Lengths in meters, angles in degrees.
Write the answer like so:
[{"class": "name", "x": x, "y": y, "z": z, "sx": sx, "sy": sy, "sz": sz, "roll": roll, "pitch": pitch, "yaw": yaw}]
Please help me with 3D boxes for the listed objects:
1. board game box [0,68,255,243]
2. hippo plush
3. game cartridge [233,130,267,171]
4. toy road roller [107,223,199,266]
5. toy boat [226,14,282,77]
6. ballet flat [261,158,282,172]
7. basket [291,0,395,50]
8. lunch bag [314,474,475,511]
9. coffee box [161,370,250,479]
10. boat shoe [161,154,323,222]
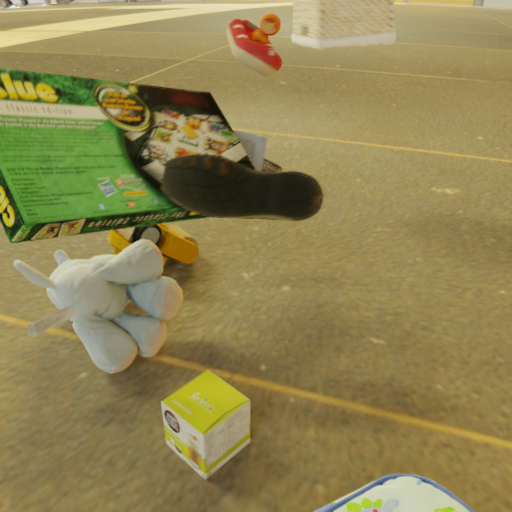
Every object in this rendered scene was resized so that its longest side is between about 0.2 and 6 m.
[{"class": "board game box", "x": -1.708, "y": -1.458, "z": 7.759, "sx": 4.265, "sy": 0.500, "sz": 2.235, "roll": -12, "pitch": 72, "yaw": -50}, {"class": "hippo plush", "x": -2.482, "y": 0.771, "z": 8.657, "sx": 2.333, "sy": 1.858, "sz": 1.876, "roll": -12, "pitch": 6, "yaw": -31}, {"class": "game cartridge", "x": -0.482, "y": -1.863, "z": 10.135, "sx": 1.252, "sy": 0.834, "sz": 0.256, "roll": 11, "pitch": -14, "yaw": -6}, {"class": "toy road roller", "x": -2.026, "y": -0.098, "z": 10.493, "sx": 1.647, "sy": 1.202, "sz": 1.012, "roll": 23, "pitch": 9, "yaw": -46}, {"class": "toy boat", "x": 0.070, "y": -3.154, "z": 8.112, "sx": 0.747, "sy": 0.748, "sz": 1.145, "roll": 19, "pitch": 38, "yaw": -34}, {"class": "ballet flat", "x": -0.852, "y": -2.316, "z": 14.284, "sx": 3.083, "sy": 0.715, "sz": 1.039, "roll": 13, "pitch": -7, "yaw": 13}, {"class": "basket", "x": 1.729, "y": -4.961, "z": 11.233, "sx": 1.710, "sy": 1.375, "sz": 1.695, "roll": -8, "pitch": 26, "yaw": -12}, {"class": "lunch bag", "x": 0.869, "y": 3.142, "z": 4.399, "sx": 3.010, "sy": 1.241, "sz": 2.419, "roll": -16, "pitch": 21, "yaw": -24}, {"class": "coffee box", "x": -0.608, "y": 2.050, "z": 6.902, "sx": 0.781, "sy": 0.773, "sz": 0.782, "roll": 26, "pitch": 40, "yaw": 36}, {"class": "boat shoe", "x": -0.207, "y": -0.827, "z": 7.562, "sx": 2.127, "sy": 0.805, "sz": 0.786, "roll": 10, "pitch": -2, "yaw": -8}]
